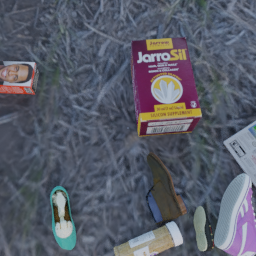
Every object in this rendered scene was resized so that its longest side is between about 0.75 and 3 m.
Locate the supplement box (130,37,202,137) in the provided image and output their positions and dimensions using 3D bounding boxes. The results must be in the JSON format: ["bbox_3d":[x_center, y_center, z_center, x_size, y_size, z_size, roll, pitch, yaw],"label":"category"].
[{"bbox_3d":[1.077,-1.265,8.771,1.798,1.418,2.747,-6,69,-2],"label":"supplement box"}]

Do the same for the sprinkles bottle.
[{"bbox_3d":[0.543,3.148,7.541,1.805,0.616,0.616,-21,71,-7],"label":"sprinkles bottle"}]

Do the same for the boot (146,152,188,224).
[{"bbox_3d":[0.808,1.717,8.011,0.972,0.749,2.006,-26,73,-12],"label":"boot"}]

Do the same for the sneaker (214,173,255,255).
[{"bbox_3d":[3.267,2.472,7.809,1.263,0.803,2.216,27,70,-6],"label":"sneaker"}]

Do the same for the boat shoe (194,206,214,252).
[{"bbox_3d":[2.121,2.801,7.811,0.373,0.435,1.190,16,57,-27],"label":"boat shoe"}]

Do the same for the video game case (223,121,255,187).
[{"bbox_3d":[4.237,0.747,8.294,1.876,0.226,2.058,-35,72,11],"label":"video game case"}]

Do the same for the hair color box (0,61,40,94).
[{"bbox_3d":[-4.047,-1.696,9.379,1.913,0.586,0.971,2,68,0],"label":"hair color box"}]

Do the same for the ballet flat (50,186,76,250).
[{"bbox_3d":[-1.844,2.476,7.768,0.600,0.627,1.782,-11,70,-14],"label":"ballet flat"}]
